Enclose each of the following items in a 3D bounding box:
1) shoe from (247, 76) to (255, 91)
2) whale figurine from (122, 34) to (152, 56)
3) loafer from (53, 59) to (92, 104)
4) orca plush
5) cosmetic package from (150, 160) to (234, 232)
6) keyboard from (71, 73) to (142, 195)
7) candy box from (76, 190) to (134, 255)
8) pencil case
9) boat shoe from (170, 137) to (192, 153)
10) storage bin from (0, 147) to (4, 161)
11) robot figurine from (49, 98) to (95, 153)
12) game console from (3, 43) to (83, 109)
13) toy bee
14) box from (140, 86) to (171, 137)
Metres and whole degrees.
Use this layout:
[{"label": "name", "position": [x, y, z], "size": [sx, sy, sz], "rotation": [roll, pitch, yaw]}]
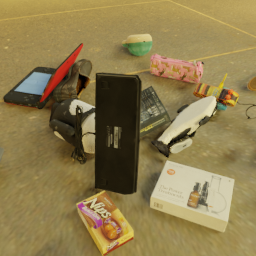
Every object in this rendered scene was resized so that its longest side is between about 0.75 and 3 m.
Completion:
[{"label": "shoe", "position": [5.202, -1.782, 10.861], "size": [1.659, 0.443, 0.580], "rotation": [-25, 77, -22]}, {"label": "whale figurine", "position": [0.411, -3.898, 13.254], "size": [1.464, 0.955, 1.841], "rotation": [-12, 16, -19]}, {"label": "loafer", "position": [-1.746, -1.713, 10.243], "size": [0.898, 0.904, 2.484], "rotation": [-1, 46, 24]}, {"label": "orca plush", "position": [1.812, 0.070, 8.160], "size": [1.220, 0.825, 2.320], "rotation": [12, 52, 49]}, {"label": "cosmetic package", "position": [1.535, 1.540, 6.630], "size": [1.708, 0.441, 1.288], "rotation": [14, 38, 17]}, {"label": "keyboard", "position": [-0.551, 0.143, 6.578], "size": [1.806, 2.841, 0.293], "rotation": [8, 15, 21]}, {"label": "candy box", "position": [-0.517, 2.012, 6.069], "size": [0.742, 0.359, 1.272], "rotation": [-21, 42, -24]}, {"label": "pencil case", "position": [1.902, -2.375, 11.127], "size": [2.109, 0.912, 0.873], "rotation": [15, 28, 21]}, {"label": "boat shoe", "position": [1.478, 0.466, 8.099], "size": [0.847, 0.296, 0.280], "rotation": [-24, 38, -28]}, {"label": "storage bin", "position": [-3.792, 0.922, 7.185], "size": [0.832, 0.902, 1.239], "rotation": [22, 35, -17]}, {"label": "robot figurine", "position": [-1.327, -0.112, 8.003], "size": [2.046, 1.277, 1.537], "rotation": [25, 59, 29]}, {"label": "game console", "position": [-3.055, -2.056, 10.225], "size": [2.274, 1.566, 2.638], "rotation": [10, 40, 11]}, {"label": "toy bee", "position": [3.146, -1.111, 9.165], "size": [2.206, 1.199, 1.444], "rotation": [2, 79, 26]}, {"label": "box", "position": [0.466, -0.502, 8.768], "size": [1.313, 0.425, 1.664], "rotation": [-28, 37, 5]}]
